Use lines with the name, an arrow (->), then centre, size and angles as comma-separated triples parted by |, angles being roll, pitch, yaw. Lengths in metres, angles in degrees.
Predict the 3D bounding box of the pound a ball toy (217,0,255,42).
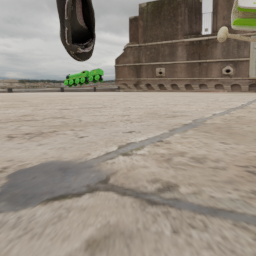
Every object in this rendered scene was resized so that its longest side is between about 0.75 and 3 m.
pound a ball toy -> 3.268, -2.775, 7.009 | 1.814, 0.771, 1.183 | 6, -29, 9

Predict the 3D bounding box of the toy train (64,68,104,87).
toy train -> -1.574, -1.769, 9.844 | 1.686, 0.475, 0.352 | -3, -10, 28

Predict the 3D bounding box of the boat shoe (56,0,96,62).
boat shoe -> -1.339, -2.689, 7.572 | 0.962, 0.820, 2.877 | -28, -26, -15
